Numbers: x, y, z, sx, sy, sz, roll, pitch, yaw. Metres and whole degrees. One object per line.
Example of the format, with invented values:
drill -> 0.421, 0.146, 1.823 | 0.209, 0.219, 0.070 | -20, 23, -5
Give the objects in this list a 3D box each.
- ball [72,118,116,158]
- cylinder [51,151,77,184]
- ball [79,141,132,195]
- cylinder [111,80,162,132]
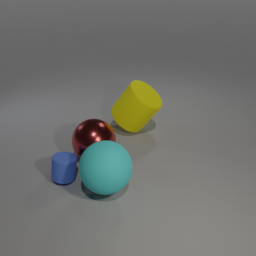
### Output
ball -> -1.081, 0.397, 8.895 | 1.400, 1.400, 1.400 | 0, 29, 0
cylinder -> -1.858, 1.144, 8.128 | 0.700, 0.700, 0.700 | 7, 22, -3
ball -> -0.583, 1.031, 7.350 | 1.400, 1.400, 1.400 | 0, 29, 0
cylinder -> 0.310, -0.793, 10.369 | 1.400, 1.400, 1.400 | 27, 36, -21
